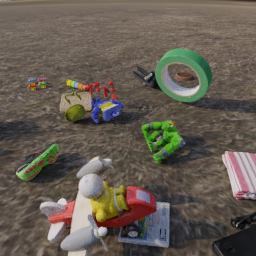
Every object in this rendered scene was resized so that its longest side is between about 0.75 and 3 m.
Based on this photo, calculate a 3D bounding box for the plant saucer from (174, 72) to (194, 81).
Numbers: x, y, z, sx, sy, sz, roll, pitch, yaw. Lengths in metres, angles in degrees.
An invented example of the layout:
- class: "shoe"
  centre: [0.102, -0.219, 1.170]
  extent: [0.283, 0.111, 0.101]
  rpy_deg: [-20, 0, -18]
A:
- class: "plant saucer"
  centre: [3.133, -2.897, 15.614]
  extent: [1.084, 0.187, 1.084]
  rpy_deg: [-1, 30, 0]

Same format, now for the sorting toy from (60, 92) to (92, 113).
- class: "sorting toy"
  centre: [-2.322, -1.131, 12.601]
  extent: [1.372, 0.270, 1.482]
  rpy_deg: [-4, 35, -7]

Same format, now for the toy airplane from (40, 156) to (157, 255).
- class: "toy airplane"
  centre: [-0.866, 1.686, 6.300]
  extent: [2.342, 1.660, 2.352]
  rpy_deg: [-33, 43, -30]

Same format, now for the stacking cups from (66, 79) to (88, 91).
- class: "stacking cups"
  centre: [-2.558, -2.186, 14.233]
  extent: [1.219, 0.369, 0.369]
  rpy_deg: [17, 35, 24]

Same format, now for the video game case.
- class: "video game case"
  centre: [0.434, 2.298, 6.895]
  extent: [1.158, 0.140, 1.270]
  rpy_deg: [4, 32, 7]

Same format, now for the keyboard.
- class: "keyboard"
  centre: [3.076, 2.545, 6.346]
  extent: [2.441, 0.313, 1.466]
  rpy_deg: [-11, 39, -20]

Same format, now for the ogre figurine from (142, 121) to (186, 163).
- class: "ogre figurine"
  centre: [1.191, 0.309, 9.581]
  extent: [1.149, 0.941, 1.917]
  rpy_deg: [-20, 17, 0]

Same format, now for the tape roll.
- class: "tape roll"
  centre: [2.323, -2.184, 11.866]
  extent: [2.359, 2.359, 0.567]
  rpy_deg: [17, 53, 26]

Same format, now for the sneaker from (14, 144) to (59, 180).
- class: "sneaker"
  centre: [-2.802, 0.932, 8.717]
  extent: [0.699, 0.640, 1.669]
  rpy_deg: [21, 35, 24]

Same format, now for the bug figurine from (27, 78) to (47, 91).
- class: "bug figurine"
  centre: [-4.736, -2.342, 14.539]
  extent: [0.959, 0.318, 1.237]
  rpy_deg: [-9, 31, -16]

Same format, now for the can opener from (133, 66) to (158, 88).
- class: "can opener"
  centre: [0.944, -2.695, 14.901]
  extent: [0.809, 1.003, 2.552]
  rpy_deg: [-49, 39, -2]

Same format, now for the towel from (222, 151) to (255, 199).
- class: "towel"
  centre: [4.234, 1.434, 8.184]
  extent: [2.615, 0.391, 1.913]
  rpy_deg: [5, 31, 4]

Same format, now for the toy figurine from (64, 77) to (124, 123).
- class: "toy figurine"
  centre: [-1.048, -0.880, 11.184]
  extent: [2.590, 1.366, 1.552]
  rpy_deg: [-26, 45, -35]
